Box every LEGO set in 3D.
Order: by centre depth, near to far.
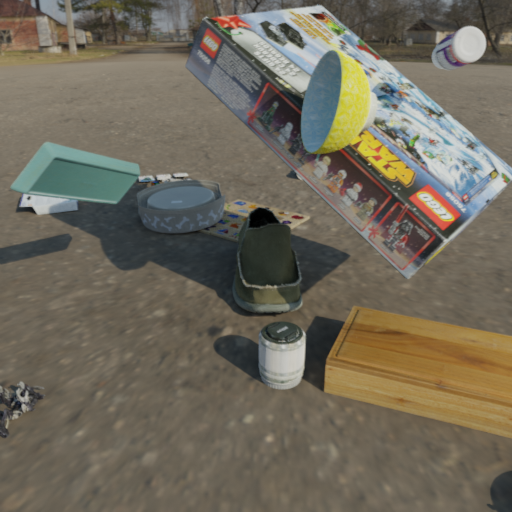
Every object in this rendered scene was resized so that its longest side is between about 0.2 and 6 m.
[{"bbox_3d":[-2.389,-1.904,14.775,1.336,0.439,1.788,-7,14,-12],"label":"LEGO set"}]

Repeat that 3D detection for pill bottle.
[{"bbox_3d":[2.463,-2.530,6.912,0.412,0.412,0.740,-3,9,-6],"label":"pill bottle"}]

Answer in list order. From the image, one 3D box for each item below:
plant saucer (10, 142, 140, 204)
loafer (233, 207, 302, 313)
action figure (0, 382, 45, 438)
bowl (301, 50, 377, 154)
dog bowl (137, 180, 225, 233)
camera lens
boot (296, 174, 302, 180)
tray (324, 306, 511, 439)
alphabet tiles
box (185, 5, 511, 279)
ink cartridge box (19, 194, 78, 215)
[{"bbox_3d":[-2.392,-1.077,7.861,0.214,0.788,2.253,46,14,12],"label":"plant saucer"},{"bbox_3d":[0.106,-0.013,9.572,1.134,1.050,3.015,-3,25,-8],"label":"loafer"},{"bbox_3d":[-2.848,1.713,6.539,0.528,0.453,0.888,-4,24,17],"label":"action figure"},{"bbox_3d":[0.948,-1.607,6.065,0.584,1.086,1.086,7,22,-17],"label":"bowl"},{"bbox_3d":[-1.644,-1.101,12.400,2.044,0.599,2.044,-4,25,2],"label":"dog bowl"},{"bbox_3d":[0.327,1.255,7.175,0.587,0.734,0.587,0,24,0],"label":"camera lens"},{"bbox_3d":[1.897,-2.377,15.364,1.505,0.547,0.680,6,30,15],"label":"boot"},{"bbox_3d":[2.507,1.432,7.035,2.994,0.554,1.477,9,26,21],"label":"tray"},{"bbox_3d":[-0.375,-0.811,12.510,2.456,0.093,2.053,16,30,32],"label":"alphabet tiles"},{"bbox_3d":[1.396,-1.850,7.758,4.099,0.818,2.807,46,44,14],"label":"box"},{"bbox_3d":[-4.933,-1.323,13.411,1.269,0.258,1.267,-7,25,-14],"label":"ink cartridge box"}]
